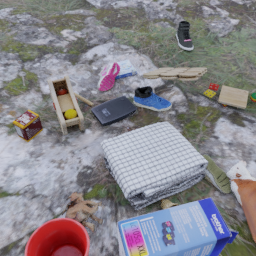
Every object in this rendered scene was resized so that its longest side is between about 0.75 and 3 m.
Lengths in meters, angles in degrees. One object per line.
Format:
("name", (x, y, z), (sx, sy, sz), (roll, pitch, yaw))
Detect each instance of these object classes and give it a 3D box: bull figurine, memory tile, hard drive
("bull figurine", (4.151, 2.309, 8.630), (1.747, 0.937, 2.877), (0, 47, 0))
("memory tile", (1.845, -2.064, 10.561), (2.019, 0.221, 2.634), (5, 18, 23))
("hard drive", (-0.590, -0.713, 11.856), (1.688, 0.357, 1.138), (-25, 52, -22))

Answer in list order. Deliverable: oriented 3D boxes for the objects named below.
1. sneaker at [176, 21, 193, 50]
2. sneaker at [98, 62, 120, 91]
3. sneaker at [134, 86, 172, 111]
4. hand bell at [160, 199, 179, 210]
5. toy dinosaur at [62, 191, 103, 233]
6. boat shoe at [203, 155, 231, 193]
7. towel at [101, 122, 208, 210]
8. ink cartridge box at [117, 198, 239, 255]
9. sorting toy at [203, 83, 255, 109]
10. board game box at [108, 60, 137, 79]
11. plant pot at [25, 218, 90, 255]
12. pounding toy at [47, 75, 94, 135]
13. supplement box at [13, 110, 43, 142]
("sneaker", (3.194, -5.223, 15.624), (0.733, 1.029, 2.075), (-5, 48, -7))
("sneaker", (-1.013, -2.384, 13.274), (0.733, 0.676, 1.663), (0, 51, 43))
("sneaker", (1.070, -1.306, 12.018), (1.670, 0.929, 0.641), (12, 48, 11))
("hand bell", (1.089, 2.305, 9.037), (0.599, 0.599, 1.150), (-22, 38, -19))
("toy dinosaur", (-1.468, 2.486, 8.200), (1.299, 1.917, 0.823), (5, 89, 8))
("boat shoe", (2.927, 1.607, 9.588), (0.545, 0.499, 1.460), (-24, 72, -28))
("towel", (0.797, 1.205, 9.414), (2.909, 1.245, 2.409), (-19, 47, -19))
("ink cartridge box", (1.288, 2.954, 7.267), (2.977, 2.031, 1.136), (-12, 48, -11))
("sorting toy", (4.540, -1.293, 12.368), (2.377, 0.402, 1.146), (16, 49, 14))
("board game box", (-0.279, -2.944, 14.024), (1.107, 0.240, 1.101), (-16, 49, -15))
("plant pot", (-1.726, 3.360, 7.337), (1.566, 1.386, 1.566), (0, 48, 0))
("pounding toy", (-2.229, -1.216, 11.420), (1.692, 1.687, 2.950), (-17, 49, -15))
("supplement box", (-3.885, -0.085, 10.932), (0.561, 0.845, 0.833), (26, 52, 22))
